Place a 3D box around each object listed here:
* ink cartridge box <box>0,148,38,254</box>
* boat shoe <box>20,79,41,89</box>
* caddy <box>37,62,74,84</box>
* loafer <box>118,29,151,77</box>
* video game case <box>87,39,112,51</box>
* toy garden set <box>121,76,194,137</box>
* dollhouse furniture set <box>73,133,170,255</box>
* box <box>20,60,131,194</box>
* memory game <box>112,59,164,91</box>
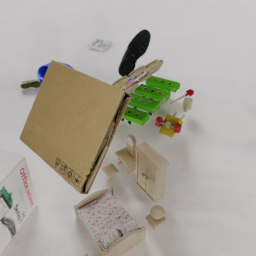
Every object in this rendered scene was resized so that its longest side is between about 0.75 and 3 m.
[{"bbox_3d":[-3.212,1.897,6.125,1.061,1.837,2.515,15,43,14],"label":"ink cartridge box"},{"bbox_3d":[-4.035,-1.891,11.837,0.985,0.359,0.310,-11,45,-2],"label":"boat shoe"},{"bbox_3d":[-2.905,-2.024,11.387,1.629,1.152,0.855,15,36,18],"label":"caddy"},{"bbox_3d":[0.195,-3.242,12.118,0.810,2.224,0.804,32,5,-20],"label":"loafer"},{"bbox_3d":[-1.533,-4.513,15.127,1.004,0.131,1.103,15,42,17],"label":"video game case"},{"bbox_3d":[1.217,-0.807,10.366,2.497,0.598,2.995,20,43,27],"label":"toy garden set"},{"bbox_3d":[-0.506,1.565,6.875,2.885,1.409,2.460,-24,45,-26],"label":"dollhouse furniture set"},{"bbox_3d":[-1.396,-0.193,6.518,2.824,2.309,0.300,29,7,39],"label":"box"},{"bbox_3d":[-0.041,-1.505,9.769,2.988,2.988,0.190,-32,90,-32],"label":"memory game"}]
